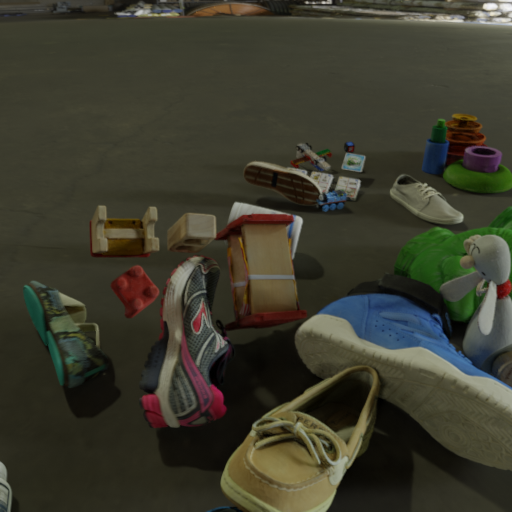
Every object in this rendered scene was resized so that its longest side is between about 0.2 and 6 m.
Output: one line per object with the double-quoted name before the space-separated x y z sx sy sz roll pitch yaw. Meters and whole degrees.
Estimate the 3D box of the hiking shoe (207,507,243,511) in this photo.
"hiking shoe" 0.088 2.528 4.413 2.700 1.171 1.004 -8 30 -14

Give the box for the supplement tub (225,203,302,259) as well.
"supplement tub" 0.137 -0.431 9.940 1.243 0.820 0.820 13 30 4

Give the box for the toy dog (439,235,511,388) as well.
"toy dog" 2.780 0.788 7.119 0.985 2.045 1.349 -18 5 1

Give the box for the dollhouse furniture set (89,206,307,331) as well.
"dollhouse furniture set" -0.780 0.238 7.357 2.702 1.454 1.099 0 -13 -24

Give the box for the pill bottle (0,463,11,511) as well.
"pill bottle" -2.607 2.413 5.275 0.552 0.552 0.922 -9 29 -15

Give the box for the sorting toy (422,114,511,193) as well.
"sorting toy" 5.103 -2.685 13.715 1.882 1.286 3.133 -1 29 -1

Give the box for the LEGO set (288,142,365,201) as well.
"LEGO set" 1.665 -2.055 13.464 1.768 0.581 2.366 11 44 11

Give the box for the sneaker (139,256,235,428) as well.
"sneaker" -0.708 1.035 7.068 0.919 0.992 2.461 -3 47 10

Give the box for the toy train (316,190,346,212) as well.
"toy train" 1.600 -1.184 11.934 0.670 0.383 0.290 -9 31 -18

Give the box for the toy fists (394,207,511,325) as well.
"toy fists" 4.080 0.068 8.801 3.692 1.270 1.882 -14 33 -26

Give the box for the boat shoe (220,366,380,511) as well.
"boat shoe" 0.575 1.673 5.367 0.964 0.832 2.644 23 12 29

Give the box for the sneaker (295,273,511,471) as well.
"sneaker" 2.209 1.162 6.825 3.180 1.221 1.769 18 42 41

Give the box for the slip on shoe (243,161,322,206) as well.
"slip on shoe" 0.616 -1.631 12.288 1.797 0.683 0.545 18 27 12

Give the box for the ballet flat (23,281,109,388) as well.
"ballet flat" -2.591 1.000 7.684 0.800 0.800 2.155 -16 39 -27

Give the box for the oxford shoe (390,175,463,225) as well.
"oxford shoe" 3.549 -1.201 11.807 0.734 0.564 1.953 -11 33 -24
